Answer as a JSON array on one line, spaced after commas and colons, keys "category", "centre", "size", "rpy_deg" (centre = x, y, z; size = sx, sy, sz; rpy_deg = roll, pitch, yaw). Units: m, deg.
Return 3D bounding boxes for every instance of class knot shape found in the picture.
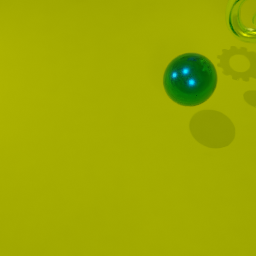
[{"category": "knot shape", "centre": [3.257, -2.295, 5.819], "size": [1.953, 2.087, 0.964], "rpy_deg": [11, 96, -25]}]

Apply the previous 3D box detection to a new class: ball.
[{"category": "ball", "centre": [1.451, -1.130, 6.589], "size": [1.254, 1.254, 1.254], "rpy_deg": [0, 70, 0]}]
